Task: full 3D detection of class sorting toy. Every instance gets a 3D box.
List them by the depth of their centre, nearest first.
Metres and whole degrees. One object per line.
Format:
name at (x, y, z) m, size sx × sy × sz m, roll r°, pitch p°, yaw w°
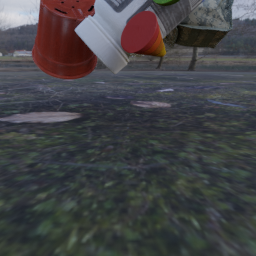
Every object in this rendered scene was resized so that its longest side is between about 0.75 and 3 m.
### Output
sorting toy at (0.985, -2.481, 5.592) m, size 0.937 × 2.720 × 0.943 m, roll 26°, pitch 12°, yaw -45°

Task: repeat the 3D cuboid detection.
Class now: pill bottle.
pill bottle at (0.307, -2.785, 6.581) m, size 2.990 × 1.701 × 1.701 m, roll -41°, pitch 12°, yaw 7°

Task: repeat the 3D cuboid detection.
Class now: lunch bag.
lunch bag at (1.671, -3.241, 8.305) m, size 2.412 × 1.418 × 1.978 m, roll 6°, pitch 1°, yaw 3°

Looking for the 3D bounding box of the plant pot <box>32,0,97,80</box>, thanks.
plant pot at (-1.831, -2.955, 8.459) m, size 2.130 × 2.071 × 2.130 m, roll 8°, pitch 56°, yaw -11°
